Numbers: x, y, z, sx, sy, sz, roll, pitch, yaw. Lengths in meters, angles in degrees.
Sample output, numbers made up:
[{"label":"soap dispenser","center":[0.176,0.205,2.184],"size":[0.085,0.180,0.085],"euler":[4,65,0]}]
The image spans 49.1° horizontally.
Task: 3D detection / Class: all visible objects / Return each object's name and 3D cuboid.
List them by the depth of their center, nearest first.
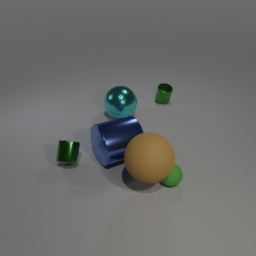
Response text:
[{"label":"ball","center":[0.595,0.815,7.755],"size":[1.400,1.400,1.400],"euler":[0,32,0]},{"label":"ball","center":[1.293,1.402,8.433],"size":[0.700,0.700,0.700],"euler":[0,32,0]},{"label":"cylinder","center":[-1.952,0.773,9.134],"size":[0.700,0.700,0.700],"euler":[6,-5,1]},{"label":"cylinder","center":[-0.358,0.400,9.357],"size":[1.400,1.400,1.400],"euler":[-16,35,-24]},{"label":"ball","center":[-0.311,-1.067,11.730],"size":[1.400,1.400,1.400],"euler":[0,32,0]},{"label":"cylinder","center":[1.675,-1.612,13.080],"size":[0.700,0.700,0.700],"euler":[5,45,-5]}]
